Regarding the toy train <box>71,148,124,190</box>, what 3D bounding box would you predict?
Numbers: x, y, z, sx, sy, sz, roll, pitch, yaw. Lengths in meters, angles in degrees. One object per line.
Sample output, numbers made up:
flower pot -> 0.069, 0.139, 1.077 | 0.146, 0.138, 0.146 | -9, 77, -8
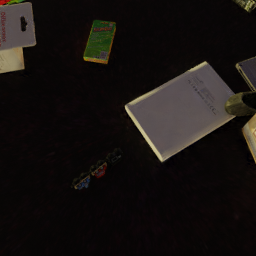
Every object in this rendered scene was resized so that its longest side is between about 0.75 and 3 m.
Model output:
toy train -> -0.687, 0.977, 6.492 | 1.426, 0.243, 0.326 | -36, 84, -15

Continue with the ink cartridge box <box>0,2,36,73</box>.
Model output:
ink cartridge box -> -3.751, -2.296, 7.493 | 2.706, 0.918, 1.558 | -11, 67, -5

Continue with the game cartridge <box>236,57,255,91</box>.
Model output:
game cartridge -> 3.485, -1.385, 7.518 | 0.707, 0.209, 1.090 | -19, 68, -12

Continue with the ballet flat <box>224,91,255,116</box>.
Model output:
ballet flat -> 3.194, -0.628, 6.780 | 1.951, 0.554, 0.648 | -13, 89, -25

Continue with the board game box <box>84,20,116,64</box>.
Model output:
board game box -> -0.782, -2.480, 7.977 | 0.657, 0.206, 1.375 | 10, 70, 3

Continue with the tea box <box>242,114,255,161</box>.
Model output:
tea box -> 3.785, 0.366, 6.245 | 1.664, 1.130, 1.691 | -12, 67, -5

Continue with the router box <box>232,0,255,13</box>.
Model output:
router box -> 3.846, -4.342, 8.627 | 1.414, 0.439, 1.059 | -39, 72, -14

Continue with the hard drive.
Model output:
hard drive -> 1.430, -0.482, 7.045 | 2.513, 0.319, 1.658 | -30, 71, -12

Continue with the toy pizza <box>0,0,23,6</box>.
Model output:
toy pizza -> -1.969, -1.765, 3.909 | 2.182, 2.182, 0.346 | -39, 114, -15
